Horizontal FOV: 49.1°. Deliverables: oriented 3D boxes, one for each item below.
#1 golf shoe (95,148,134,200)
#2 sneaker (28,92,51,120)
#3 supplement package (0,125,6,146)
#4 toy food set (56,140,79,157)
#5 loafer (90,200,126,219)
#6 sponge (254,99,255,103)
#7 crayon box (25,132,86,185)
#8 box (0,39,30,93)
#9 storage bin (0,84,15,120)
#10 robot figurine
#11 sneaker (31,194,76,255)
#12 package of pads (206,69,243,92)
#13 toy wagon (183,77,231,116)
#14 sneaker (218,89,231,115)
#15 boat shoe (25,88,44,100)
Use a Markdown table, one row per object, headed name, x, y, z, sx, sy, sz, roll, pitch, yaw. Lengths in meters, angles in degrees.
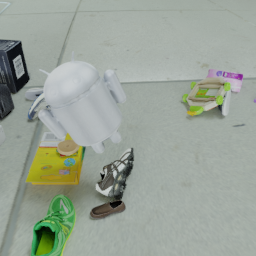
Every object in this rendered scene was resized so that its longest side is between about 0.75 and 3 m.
| name | x | y | z | sx | sy | sz | roll | pitch | yaw |
| --- | --- | --- | --- | --- | --- | --- | --- | --- | --- |
| golf shoe | -0.382 | 1.319 | 9.134 | 0.987 | 0.812 | 2.089 | 10 | 37 | 13 |
| sneaker | -3.287 | -1.151 | 12.232 | 1.041 | 0.941 | 2.443 | 43 | 67 | -5 |
| supplement package | -5.295 | 0.477 | 10.328 | 0.947 | 0.674 | 1.216 | 6 | 39 | 9 |
| toy food set | -2.027 | 0.674 | 9.447 | 0.771 | 0.187 | 0.763 | -1 | 37 | -2 |
| loafer | -0.596 | 2.311 | 8.168 | 1.072 | 0.380 | 0.391 | -13 | 39 | -17 |
| sponge | 6.351 | -1.133 | 12.890 | 0.542 | 0.145 | 0.971 | -20 | 42 | -24 |
| crayon box | -2.353 | 1.109 | 9.539 | 1.564 | 0.626 | 2.464 | 1 | 37 | 1 |
| box | -6.716 | -3.121 | 13.814 | 2.953 | 2.185 | 1.540 | 7 | 37 | 7 |
| storage bin | -6.055 | -1.218 | 12.050 | 1.911 | 1.292 | 0.896 | 10 | 38 | 13 |
| robot figurine | -1.177 | -0.610 | 7.469 | 2.308 | 2.722 | 1.537 | -32 | 30 | -7 |
| sneaker | -1.917 | 2.606 | 7.302 | 0.848 | 0.957 | 2.289 | 0 | 37 | 2 |
| package of pads | 4.847 | -2.423 | 14.157 | 1.761 | 0.666 | 1.061 | 13 | 42 | 17 |
| toy wagon | 3.367 | -1.361 | 12.484 | 1.866 | 0.476 | 2.406 | 10 | 56 | 46 |
| sneaker | 4.189 | -1.164 | 12.534 | 0.663 | 0.655 | 1.670 | -1 | 42 | 28 |
| boat shoe | -3.944 | -1.693 | 13.284 | 1.768 | 0.627 | 0.617 | -2 | 40 | 8 |
